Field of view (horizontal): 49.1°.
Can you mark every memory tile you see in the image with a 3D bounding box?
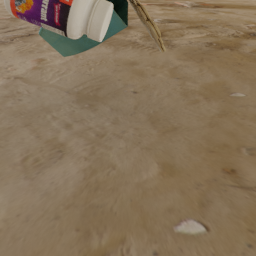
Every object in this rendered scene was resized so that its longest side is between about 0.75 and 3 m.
[{"bbox_3d":[0.490,-3.515,8.782,0.197,2.345,1.797,-32,-13,9],"label":"memory tile"}]

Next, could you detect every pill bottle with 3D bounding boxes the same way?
[{"bbox_3d":[-1.468,-2.708,6.214,2.127,1.185,1.185,20,32,-3],"label":"pill bottle"}]

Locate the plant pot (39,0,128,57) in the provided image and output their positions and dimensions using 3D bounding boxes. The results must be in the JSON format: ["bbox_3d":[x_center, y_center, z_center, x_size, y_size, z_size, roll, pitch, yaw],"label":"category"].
[{"bbox_3d":[-1.526,-3.575,8.903,2.517,1.779,1.778,-27,41,27],"label":"plant pot"}]
